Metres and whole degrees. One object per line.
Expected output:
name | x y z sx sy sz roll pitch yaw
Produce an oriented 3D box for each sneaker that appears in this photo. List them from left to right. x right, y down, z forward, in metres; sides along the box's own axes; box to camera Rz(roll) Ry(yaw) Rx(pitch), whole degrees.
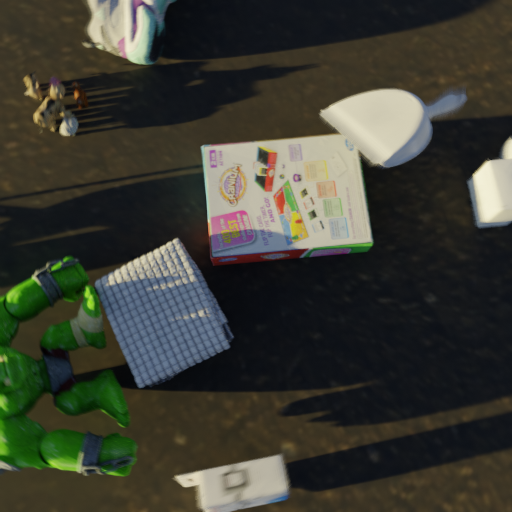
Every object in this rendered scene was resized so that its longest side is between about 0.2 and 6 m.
sneaker | -2.547 -5.125 10.688 1.932 1.073 2.761 13 75 3

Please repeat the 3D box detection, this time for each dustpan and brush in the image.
dustpan and brush | 2.553 -2.341 9.444 2.458 0.704 1.716 -31 53 -7

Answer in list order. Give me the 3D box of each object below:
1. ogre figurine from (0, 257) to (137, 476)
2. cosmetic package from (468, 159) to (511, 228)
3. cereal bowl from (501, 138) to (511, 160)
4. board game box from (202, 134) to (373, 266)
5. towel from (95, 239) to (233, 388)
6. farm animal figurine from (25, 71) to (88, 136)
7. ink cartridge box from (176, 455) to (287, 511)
ogre figurine | -3.249 1.850 8.600 2.086 1.707 3.480 -15 90 -22
cosmetic package | 4.183 -1.075 9.682 0.560 0.911 0.908 -6 76 -1
cereal bowl | 5.073 -1.793 10.113 1.118 0.466 1.118 0 76 1
board game box | 0.506 -1.010 9.843 2.760 0.556 2.111 -5 75 -1
towel | -1.486 0.965 9.190 1.667 0.861 2.013 -27 75 -8
farm animal figurine | -3.783 -2.860 10.312 1.194 0.622 1.181 11 75 3
ink cartridge box | -0.342 3.474 8.368 1.552 0.899 0.518 -10 59 -3
